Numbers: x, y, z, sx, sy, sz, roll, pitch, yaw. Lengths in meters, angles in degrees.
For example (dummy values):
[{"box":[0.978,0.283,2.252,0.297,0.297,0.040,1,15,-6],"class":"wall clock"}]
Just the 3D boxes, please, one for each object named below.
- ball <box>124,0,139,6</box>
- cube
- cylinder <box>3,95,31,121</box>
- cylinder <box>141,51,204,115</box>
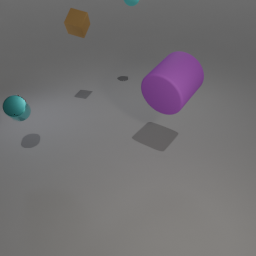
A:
[{"box":[0.147,-5.495,11.758,0.700,0.700,0.700,0,32,0],"class":"ball"},{"box":[-1.916,-3.976,10.633,0.700,0.700,0.700,18,76,6],"class":"cube"},{"box":[-3.538,-0.618,8.950,0.700,0.700,0.700,-5,-10,-7],"class":"cylinder"},{"box":[1.334,-1.345,8.380,1.400,1.400,1.400,22,52,31],"class":"cylinder"}]
